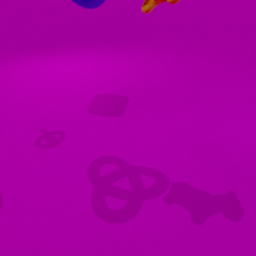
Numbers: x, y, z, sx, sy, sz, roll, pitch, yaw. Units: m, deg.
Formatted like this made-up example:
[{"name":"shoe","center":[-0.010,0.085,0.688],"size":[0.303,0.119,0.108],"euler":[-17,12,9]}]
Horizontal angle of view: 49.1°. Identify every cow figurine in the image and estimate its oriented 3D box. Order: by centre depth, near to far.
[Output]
[{"name":"cow figurine","center":[0.871,-2.998,5.460],"size":[1.417,0.778,1.394],"euler":[-3,52,44]}]

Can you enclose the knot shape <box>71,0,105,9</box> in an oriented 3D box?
[{"name":"knot shape","center":[-0.861,-3.147,5.975],"size":[1.869,0.863,1.749],"euler":[-16,11,-37]}]
